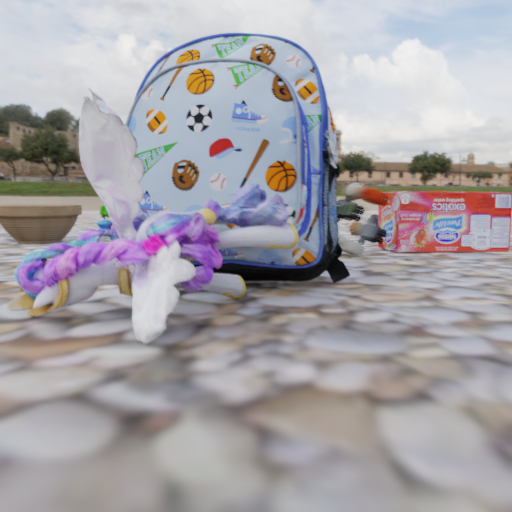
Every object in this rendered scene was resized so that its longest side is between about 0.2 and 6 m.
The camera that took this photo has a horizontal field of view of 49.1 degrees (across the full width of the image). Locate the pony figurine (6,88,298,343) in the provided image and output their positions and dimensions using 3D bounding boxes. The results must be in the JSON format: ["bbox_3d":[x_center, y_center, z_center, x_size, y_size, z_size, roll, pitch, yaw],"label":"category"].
[{"bbox_3d":[-0.689,-0.067,3.986,1.888,1.572,1.822,-8,-23,-34],"label":"pony figurine"}]

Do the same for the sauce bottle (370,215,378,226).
[{"bbox_3d":[3.213,-0.704,11.767,1.641,0.531,0.531,4,7,32],"label":"sauce bottle"}]

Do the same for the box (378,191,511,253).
[{"bbox_3d":[3.290,-0.613,9.899,2.099,1.047,1.002,-1,6,-9],"label":"box"}]

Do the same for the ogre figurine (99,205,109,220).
[{"bbox_3d":[-3.067,-1.201,15.504,2.385,1.170,1.430,-13,21,-13],"label":"ogre figurine"}]

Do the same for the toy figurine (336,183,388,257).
[{"bbox_3d":[1.539,-0.572,8.890,0.718,1.016,1.032,22,40,40],"label":"toy figurine"}]

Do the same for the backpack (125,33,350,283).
[{"bbox_3d":[-0.278,-1.014,5.767,2.543,2.422,1.959,1,-12,7],"label":"backpack"}]

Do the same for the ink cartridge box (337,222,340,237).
[{"bbox_3d":[1.138,-0.521,11.841,0.834,0.479,1.149,-2,6,-21],"label":"ink cartridge box"}]

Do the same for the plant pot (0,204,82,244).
[{"bbox_3d":[-4.567,-0.678,11.747,1.772,0.818,1.772,0,5,0],"label":"plant pot"}]
